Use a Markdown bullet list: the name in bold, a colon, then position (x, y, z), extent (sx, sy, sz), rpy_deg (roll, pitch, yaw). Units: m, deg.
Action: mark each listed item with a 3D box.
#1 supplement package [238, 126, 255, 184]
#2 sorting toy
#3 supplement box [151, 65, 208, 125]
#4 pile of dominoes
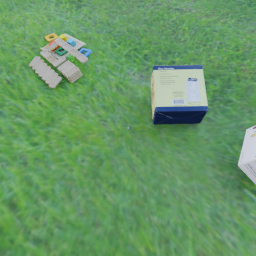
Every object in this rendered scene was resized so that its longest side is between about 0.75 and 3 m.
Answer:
- **supplement package**: position (3.399, 0.664, 6.722), extent (1.090, 0.776, 1.400), rpy_deg (45, 46, -10)
- **sorting toy**: position (-2.634, -3.364, 11.278), extent (2.541, 0.346, 1.430), rpy_deg (32, 59, 29)
- **supplement box**: position (1.464, -0.977, 8.347), extent (1.486, 0.997, 1.484), rpy_deg (-1, 69, -1)
- **pile of dominoes**: position (-2.583, -2.351, 10.409), extent (1.699, 0.347, 2.180), rpy_deg (-40, 55, -12)
